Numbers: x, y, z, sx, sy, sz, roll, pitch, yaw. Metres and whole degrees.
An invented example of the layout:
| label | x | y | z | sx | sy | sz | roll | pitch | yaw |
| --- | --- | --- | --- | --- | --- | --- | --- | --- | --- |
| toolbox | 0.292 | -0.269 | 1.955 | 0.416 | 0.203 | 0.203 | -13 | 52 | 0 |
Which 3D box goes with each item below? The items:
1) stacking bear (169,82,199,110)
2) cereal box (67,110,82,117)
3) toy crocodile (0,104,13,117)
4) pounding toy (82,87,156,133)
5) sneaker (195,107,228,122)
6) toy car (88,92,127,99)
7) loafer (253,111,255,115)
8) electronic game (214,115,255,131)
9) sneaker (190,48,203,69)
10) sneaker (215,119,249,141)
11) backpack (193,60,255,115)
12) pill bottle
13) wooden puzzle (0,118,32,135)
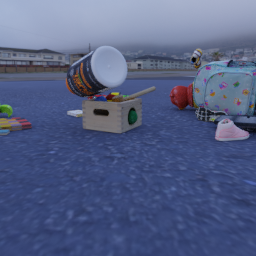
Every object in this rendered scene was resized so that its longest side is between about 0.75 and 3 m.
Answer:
| label | x | y | z | sx | sy | sz | roll | pitch | yaw |
| --- | --- | --- | --- | --- | --- | --- | --- | --- | --- |
| stacking bear | 3.643 | -1.642 | 14.307 | 2.968 | 1.688 | 1.802 | -2 | 11 | 13 |
| cereal box | -2.286 | -0.670 | 12.827 | 0.638 | 0.175 | 0.887 | -11 | 16 | -41 |
| toy crocodile | -6.194 | -0.703 | 12.096 | 2.226 | 0.687 | 0.751 | -10 | 16 | -21 |
| pounding toy | -0.283 | -0.744 | 10.152 | 2.039 | 1.450 | 1.877 | 6 | 14 | 28 |
| sneaker | 3.449 | -0.473 | 11.434 | 1.433 | 0.552 | 0.608 | 18 | 8 | 36 |
| toy car | -0.688 | -1.665 | 16.472 | 2.559 | 0.607 | 2.720 | 9 | 16 | 36 |
| loafer | 5.618 | -0.764 | 12.839 | 0.988 | 0.357 | 0.360 | 9 | 14 | 33 |
| electronic game | 4.283 | -0.175 | 9.634 | 2.540 | 0.529 | 2.540 | 1 | 5 | 0 |
| sneaker | 2.080 | -2.083 | 8.702 | 0.319 | 0.851 | 0.383 | 37 | 74 | 24 |
| sneaker | 3.219 | 0.031 | 8.541 | 1.209 | 0.632 | 0.455 | -4 | 11 | -21 |
| backpack | 4.198 | -1.711 | 12.186 | 2.731 | 2.401 | 2.094 | 15 | 28 | 30 |
| pill bottle | -1.219 | -1.755 | 9.435 | 1.322 | 1.322 | 2.489 | -9 | 0 | -35 |
| wooden puzzle | -4.569 | -0.130 | 10.265 | 1.671 | 0.198 | 2.818 | -7 | 14 | -30 |
